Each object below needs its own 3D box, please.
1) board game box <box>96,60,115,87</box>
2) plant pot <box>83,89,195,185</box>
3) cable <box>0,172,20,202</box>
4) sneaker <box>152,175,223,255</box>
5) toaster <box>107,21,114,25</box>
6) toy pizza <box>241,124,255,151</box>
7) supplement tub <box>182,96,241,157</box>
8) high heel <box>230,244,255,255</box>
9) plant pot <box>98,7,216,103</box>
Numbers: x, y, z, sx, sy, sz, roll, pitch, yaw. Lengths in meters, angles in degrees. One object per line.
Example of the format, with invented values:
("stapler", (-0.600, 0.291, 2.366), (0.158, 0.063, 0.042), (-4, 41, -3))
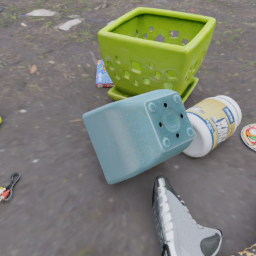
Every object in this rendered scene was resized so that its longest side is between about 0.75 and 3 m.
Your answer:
("board game box", (-0.682, -2.071, 10.488), (0.973, 0.184, 1.891), (0, 39, -3))
("plant pot", (0.367, 0.063, 5.896), (1.675, 1.670, 1.706), (-20, -1, -37))
("cable", (-2.637, 1.299, 6.215), (0.438, 0.227, 0.902), (12, 40, 15))
("sneaker", (1.129, 1.801, 5.291), (1.151, 0.748, 1.994), (0, 48, -7))
("toaster", (-0.652, -5.040, 14.013), (0.819, 0.465, 0.529), (25, 49, 24))
("toy pizza", (3.748, 0.249, 7.538), (1.329, 0.211, 1.329), (1, 39, 0))
("supplement tub", (2.029, -0.092, 7.202), (1.624, 1.175, 1.175), (-29, 47, -31))
("high heel", (2.266, 1.851, 5.024), (2.058, 0.735, 1.467), (4, 41, -21))
("plant pot", (0.886, -1.973, 8.564), (2.663, 2.429, 2.676), (19, 42, 21))
